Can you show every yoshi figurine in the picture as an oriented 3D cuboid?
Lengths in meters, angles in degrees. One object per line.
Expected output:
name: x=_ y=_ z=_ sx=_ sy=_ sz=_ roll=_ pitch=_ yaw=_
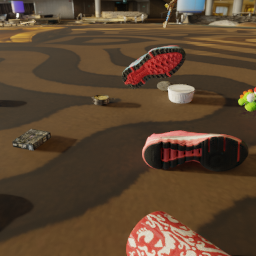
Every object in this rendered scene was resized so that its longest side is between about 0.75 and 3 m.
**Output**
yoshi figurine: x=3.804 y=-0.863 z=8.074 sx=1.122 sy=0.628 sz=0.631 roll=-27 pitch=-24 yaw=27

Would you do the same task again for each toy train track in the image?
toy train track: x=1.502 y=-4.373 z=10.280 sx=0.241 sy=1.484 sz=0.851 roll=33 pitch=58 yaw=12

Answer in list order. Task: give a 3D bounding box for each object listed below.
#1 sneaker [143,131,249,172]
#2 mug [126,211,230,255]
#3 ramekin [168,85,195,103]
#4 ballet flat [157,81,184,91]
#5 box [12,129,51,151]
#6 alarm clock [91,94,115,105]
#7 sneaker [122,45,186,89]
sneaker: x=1.850 y=0.439 z=7.873 sx=2.860 sy=1.054 sz=1.241 roll=1 pitch=24 yaw=4
mug: x=1.004 y=2.286 z=4.260 sx=1.254 sy=1.668 sz=1.880 roll=-50 pitch=39 yaw=-12
ramekin: x=2.365 y=-1.516 z=12.539 sx=1.196 sy=0.557 sz=1.196 roll=0 pitch=25 yaw=0
ballet flat: x=2.194 y=-1.970 z=13.759 sx=1.583 sy=0.533 sz=0.367 roll=10 pitch=-16 yaw=26
box: x=-3.081 y=0.355 z=9.015 sx=0.778 sy=0.211 sz=0.971 roll=8 pitch=27 yaw=17
alarm clock: x=-1.060 y=-1.217 z=12.166 sx=1.030 sy=0.343 sz=0.695 roll=-7 pitch=26 yaw=-9
sneaker: x=0.824 y=-2.131 z=8.856 sx=2.411 sy=0.956 sz=1.152 roll=-13 pitch=34 yaw=45
